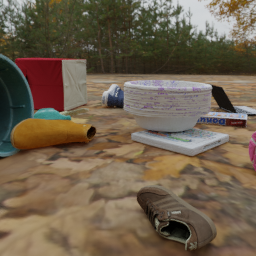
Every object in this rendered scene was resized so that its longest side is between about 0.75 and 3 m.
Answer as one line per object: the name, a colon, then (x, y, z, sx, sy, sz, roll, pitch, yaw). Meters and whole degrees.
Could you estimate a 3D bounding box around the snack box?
snack box: (3.215, -0.412, 11.161, 2.825, 0.344, 1.016, 6, 15, 22)

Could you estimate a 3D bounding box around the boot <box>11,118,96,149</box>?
boot: (-1.954, 0.135, 7.923, 1.646, 0.809, 2.299, 3, 10, 17)

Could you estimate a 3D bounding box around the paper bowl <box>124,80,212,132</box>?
paper bowl: (1.243, -0.748, 9.076, 2.777, 1.444, 2.777, 1, 12, 0)

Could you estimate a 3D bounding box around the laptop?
laptop: (5.044, -1.398, 13.251, 2.238, 1.297, 2.095, -1, 14, -5)

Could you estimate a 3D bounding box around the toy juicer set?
toy juicer set: (-2.989, -0.222, 9.961, 2.810, 0.765, 1.788, -5, -6, -40)

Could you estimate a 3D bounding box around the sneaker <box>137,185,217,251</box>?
sneaker: (0.527, 1.235, 4.020, 0.543, 0.506, 1.437, -13, 18, -38)

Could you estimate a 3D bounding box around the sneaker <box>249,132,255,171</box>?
sneaker: (3.420, 0.728, 5.276, 1.127, 0.950, 2.576, -4, 18, -17)

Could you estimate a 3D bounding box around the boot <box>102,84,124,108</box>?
boot: (-0.470, -1.697, 15.502, 1.305, 1.051, 2.889, 10, 22, 7)

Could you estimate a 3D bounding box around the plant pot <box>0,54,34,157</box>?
plant pot: (-4.365, -0.481, 7.414, 2.563, 2.617, 2.617, -5, 12, 14)

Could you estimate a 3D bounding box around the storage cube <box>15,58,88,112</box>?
storage cube: (-3.845, -2.361, 14.606, 2.649, 2.519, 2.947, 6, 15, 19)

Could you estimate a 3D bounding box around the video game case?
video game case: (1.558, 0.284, 8.462, 1.998, 0.260, 2.195, -13, 18, -43)
